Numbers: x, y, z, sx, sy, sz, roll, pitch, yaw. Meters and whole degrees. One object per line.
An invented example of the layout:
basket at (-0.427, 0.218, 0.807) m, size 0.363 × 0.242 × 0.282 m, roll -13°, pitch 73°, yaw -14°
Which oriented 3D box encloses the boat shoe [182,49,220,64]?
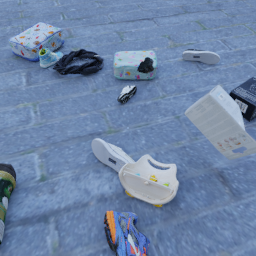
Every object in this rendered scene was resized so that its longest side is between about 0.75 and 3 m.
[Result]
boat shoe at (3.830, -3.818, 14.652) m, size 1.937 × 0.665 × 0.548 m, roll 12°, pitch 46°, yaw 14°

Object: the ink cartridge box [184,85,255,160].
ink cartridge box at (3.084, -0.083, 8.979) m, size 2.291 × 1.834 × 0.541 m, roll 46°, pitch 69°, yaw 2°

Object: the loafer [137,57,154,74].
loafer at (0.807, -2.446, 11.069) m, size 0.514 × 0.518 × 1.422 m, roll 20°, pitch 1°, yaw -12°

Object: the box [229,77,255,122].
box at (5.231, -1.249, 11.872) m, size 1.689 × 0.904 × 1.253 m, roll -30°, pitch 52°, yaw -27°

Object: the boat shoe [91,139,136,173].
boat shoe at (-0.477, 0.958, 9.937) m, size 1.946 × 0.690 × 0.679 m, roll 30°, pitch 25°, yaw 32°

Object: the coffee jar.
coffee jar at (-4.180, 2.200, 8.293) m, size 1.309 × 1.071 × 2.510 m, roll -3°, pitch 45°, yaw -3°

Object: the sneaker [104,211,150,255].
sneaker at (0.161, 3.280, 7.312) m, size 1.062 × 1.020 × 2.709 m, roll -9°, pitch 47°, yaw -16°

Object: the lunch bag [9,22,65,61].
lunch bag at (-4.977, -4.819, 15.409) m, size 2.185 × 1.030 × 2.727 m, roll 23°, pitch 50°, yaw 24°

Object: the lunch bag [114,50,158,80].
lunch bag at (0.390, -3.144, 13.830) m, size 2.178 × 0.840 × 1.747 m, roll 0°, pitch 42°, yaw -1°

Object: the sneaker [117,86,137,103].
sneaker at (-0.118, -1.508, 12.540) m, size 0.500 × 0.461 × 1.251 m, roll 16°, pitch 41°, yaw 32°

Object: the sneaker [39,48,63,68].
sneaker at (-3.954, -3.787, 14.400) m, size 0.577 × 0.946 × 1.450 m, roll 25°, pitch 50°, yaw 24°

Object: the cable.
cable at (-2.575, -3.385, 14.210) m, size 2.564 × 0.651 × 2.092 m, roll -15°, pitch 47°, yaw -13°

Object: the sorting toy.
sorting toy at (0.832, 1.545, 9.150) m, size 1.817 × 0.971 × 1.636 m, roll 18°, pitch 41°, yaw 16°
